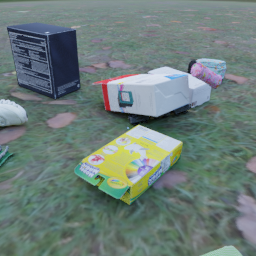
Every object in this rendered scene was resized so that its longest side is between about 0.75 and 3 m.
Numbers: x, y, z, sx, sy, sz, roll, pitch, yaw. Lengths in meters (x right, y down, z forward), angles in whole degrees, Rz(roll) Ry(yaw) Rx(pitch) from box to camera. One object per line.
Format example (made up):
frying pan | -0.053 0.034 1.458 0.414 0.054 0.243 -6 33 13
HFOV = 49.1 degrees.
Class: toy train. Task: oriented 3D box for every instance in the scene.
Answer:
toy train | 1.086 -0.531 9.436 2.366 0.404 0.542 -13 21 -20

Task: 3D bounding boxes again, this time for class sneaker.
sneaker | -4.320 -0.309 8.682 2.485 0.934 1.007 4 43 11

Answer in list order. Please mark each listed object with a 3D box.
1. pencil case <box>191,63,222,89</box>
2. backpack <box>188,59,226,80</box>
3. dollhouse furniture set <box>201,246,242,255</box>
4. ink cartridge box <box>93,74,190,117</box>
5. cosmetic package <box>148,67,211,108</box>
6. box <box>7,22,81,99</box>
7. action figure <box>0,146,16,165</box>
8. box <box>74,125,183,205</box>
pencil case | 2.377 -1.571 8.490 1.097 0.480 0.480 19 16 -37
backpack | 3.466 -2.523 12.252 1.568 0.992 1.308 5 28 5
dollhouse furniture set | 2.290 2.030 4.445 2.359 0.911 1.179 -11 31 -19
ink cartridge box | 0.356 -1.203 9.496 1.732 1.003 2.982 -22 22 -39
cosmetic package | 1.933 -1.633 10.862 1.170 0.852 2.302 -24 37 -35
box | -3.299 -2.785 11.233 2.465 2.445 1.519 21 36 31
action figure | -3.438 0.854 7.130 0.656 0.304 1.110 6 34 4
box | 0.072 0.844 6.825 1.489 0.614 2.538 23 34 33
